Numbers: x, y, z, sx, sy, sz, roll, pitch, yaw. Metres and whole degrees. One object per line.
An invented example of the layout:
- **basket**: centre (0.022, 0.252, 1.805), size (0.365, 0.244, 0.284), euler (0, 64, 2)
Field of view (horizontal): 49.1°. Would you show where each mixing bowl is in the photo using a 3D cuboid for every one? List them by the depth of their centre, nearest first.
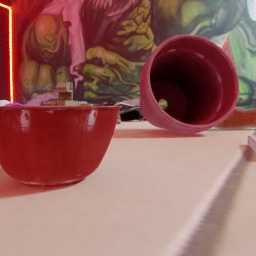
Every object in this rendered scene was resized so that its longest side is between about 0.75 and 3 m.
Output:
- **mixing bowl**: centre (-0.694, 0.128, 2.576), size (1.266, 0.685, 1.266), euler (0, 4, 0)

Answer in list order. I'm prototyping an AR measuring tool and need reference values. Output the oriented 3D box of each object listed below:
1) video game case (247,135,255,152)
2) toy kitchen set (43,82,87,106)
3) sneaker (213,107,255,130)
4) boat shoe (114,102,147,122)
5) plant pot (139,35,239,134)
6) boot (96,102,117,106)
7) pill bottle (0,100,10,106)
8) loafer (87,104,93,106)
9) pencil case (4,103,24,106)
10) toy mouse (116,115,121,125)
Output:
- **video game case**: centre (2.527, 0.277, 3.931), size (1.428, 0.180, 1.569), euler (1, 4, 17)
- **toy kitchen set**: centre (-3.254, -1.255, 12.789), size (2.160, 1.762, 1.949), euler (2, 5, 20)
- **sneaker**: centre (2.903, -0.257, 7.838), size (1.970, 0.703, 0.787), euler (2, -4, -11)
- **boat shoe**: centre (0.456, -0.540, 11.647), size (2.162, 0.777, 0.731), euler (4, 32, -22)
- **plant pot**: centre (1.233, -0.864, 7.040), size (2.244, 2.244, 2.009), euler (-1, -10, -13)
- **boot**: centre (-1.929, -0.957, 15.939), size (2.418, 0.837, 2.105), euler (-6, 4, 30)
- **pill bottle**: centre (-4.449, -0.531, 9.588), size (1.541, 0.856, 0.856), euler (2, 5, 26)
- **loafer**: centre (-2.673, -0.901, 14.504), size (2.278, 0.778, 0.862), euler (1, 5, 11)
- **pencil case**: centre (-2.081, 0.002, 3.904), size (1.652, 0.703, 0.763), euler (2, -17, 28)
- **toy mouse**: centre (-0.469, -0.332, 9.430), size (0.757, 0.146, 0.673), euler (44, 33, 16)
